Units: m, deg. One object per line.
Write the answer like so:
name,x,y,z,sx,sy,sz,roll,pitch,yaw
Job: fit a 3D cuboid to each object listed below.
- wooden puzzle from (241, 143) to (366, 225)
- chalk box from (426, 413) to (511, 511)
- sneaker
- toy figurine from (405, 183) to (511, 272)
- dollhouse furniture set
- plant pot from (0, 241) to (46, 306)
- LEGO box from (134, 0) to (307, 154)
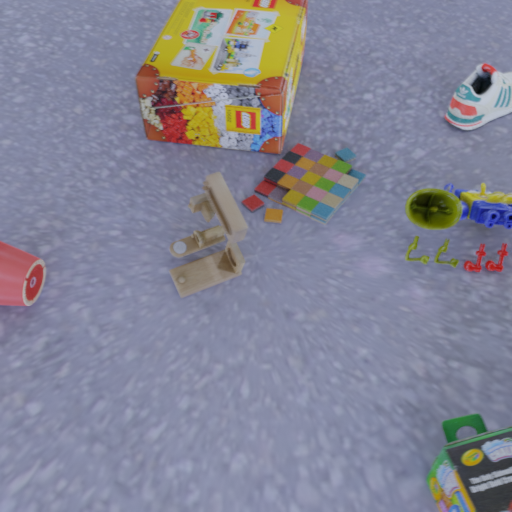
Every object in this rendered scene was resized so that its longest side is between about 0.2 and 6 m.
wooden puzzle,0.953,-1.302,9.885,1.455,0.172,2.453,27,54,22
chalk box,2.546,2.523,6.039,1.009,1.002,1.616,-11,49,-8
sneaker,4.695,-3.327,11.060,2.245,1.049,0.790,-30,55,-23
toy figurine,3.428,-0.583,9.007,2.419,1.276,1.449,3,20,1
dollhouse furniture set,-0.815,-0.280,8.063,1.012,1.242,1.181,-21,73,-18
plant pot,-3.590,0.284,8.047,0.873,0.987,0.987,13,50,2
LEGO box,-0.523,-3.827,11.255,2.691,1.394,3.613,8,50,7
